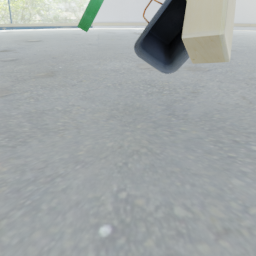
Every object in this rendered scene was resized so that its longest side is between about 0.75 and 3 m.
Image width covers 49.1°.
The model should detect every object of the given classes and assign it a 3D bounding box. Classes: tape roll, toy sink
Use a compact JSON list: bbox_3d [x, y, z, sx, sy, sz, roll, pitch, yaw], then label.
[{"bbox_3d":[-0.772,-2.673,6.189,0.261,1.088,1.088,25,17,-19],"label":"tape roll"},{"bbox_3d":[1.489,-2.008,5.133,0.767,1.368,0.892,4,-15,26],"label":"toy sink"}]

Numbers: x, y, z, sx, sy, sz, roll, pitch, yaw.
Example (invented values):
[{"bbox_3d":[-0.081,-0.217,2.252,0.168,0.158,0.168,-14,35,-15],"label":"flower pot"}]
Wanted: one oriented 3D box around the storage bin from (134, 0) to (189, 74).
[{"bbox_3d":[1.234,-2.989,7.764,1.678,2.306,1.549,30,36,-16],"label":"storage bin"}]
